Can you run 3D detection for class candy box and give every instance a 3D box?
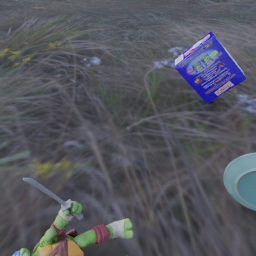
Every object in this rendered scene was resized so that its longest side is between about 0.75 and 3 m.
[{"bbox_3d":[2.272,-1.643,7.838,1.312,1.551,0.598,-35,22,30],"label":"candy box"}]

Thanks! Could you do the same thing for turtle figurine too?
[{"bbox_3d":[-0.592,1.550,3.460,1.544,1.592,1.146,4,35,-25],"label":"turtle figurine"}]

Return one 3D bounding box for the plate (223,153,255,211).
[{"bbox_3d":[2.215,0.959,4.488,1.340,1.340,0.171,15,40,21],"label":"plate"}]
